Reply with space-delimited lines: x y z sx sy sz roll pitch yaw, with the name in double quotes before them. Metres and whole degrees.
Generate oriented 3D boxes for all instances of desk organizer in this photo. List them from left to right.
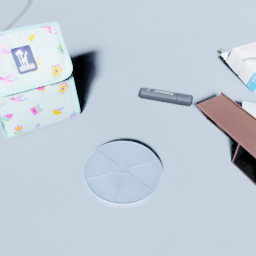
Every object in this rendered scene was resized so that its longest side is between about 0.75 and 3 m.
"desk organizer" 3.084 0.223 7.846 1.030 0.959 2.675 -23 49 -19

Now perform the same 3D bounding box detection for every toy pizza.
"toy pizza" -0.138 1.178 7.308 2.103 0.333 2.103 1 44 -1

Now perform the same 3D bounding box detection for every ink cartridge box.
"ink cartridge box" 4.579 -2.426 10.354 1.220 0.714 2.103 -19 61 -18

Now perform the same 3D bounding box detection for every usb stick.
"usb stick" 1.288 -1.076 9.597 1.869 0.305 0.518 11 46 11

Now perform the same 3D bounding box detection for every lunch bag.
"lunch bag" -2.902 -1.441 8.086 2.510 2.947 1.797 -20 48 -21

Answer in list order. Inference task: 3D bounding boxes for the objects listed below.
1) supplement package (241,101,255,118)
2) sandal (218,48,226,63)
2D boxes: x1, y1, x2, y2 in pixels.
"supplement package" 4.013 -0.254 8.501 1.232 0.675 0.701 12 46 11
"sandal" 3.925 -2.819 11.352 0.315 0.438 1.103 -30 44 10
